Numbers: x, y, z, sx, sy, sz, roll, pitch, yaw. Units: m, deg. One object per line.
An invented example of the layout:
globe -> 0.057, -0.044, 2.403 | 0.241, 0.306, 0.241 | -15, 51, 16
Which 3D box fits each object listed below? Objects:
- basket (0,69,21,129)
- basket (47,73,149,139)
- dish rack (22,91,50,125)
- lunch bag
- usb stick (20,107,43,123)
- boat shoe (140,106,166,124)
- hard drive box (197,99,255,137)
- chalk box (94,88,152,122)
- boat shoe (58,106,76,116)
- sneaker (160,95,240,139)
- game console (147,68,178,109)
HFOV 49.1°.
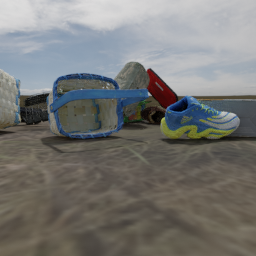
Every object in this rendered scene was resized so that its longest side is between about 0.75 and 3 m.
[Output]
basket -> -4.664, -0.932, 8.501 | 1.824, 2.312, 2.622 | -11, -17, 24
basket -> -1.003, -0.603, 7.345 | 2.213, 1.745, 2.509 | -4, -2, -38
dish rack -> -3.407, -0.822, 10.865 | 1.363, 0.485, 1.778 | -18, -28, -25
lunch bag -> -0.147, -1.490, 11.905 | 1.461, 2.039, 2.486 | 32, -14, -7
usb stick -> -4.694, -0.574, 11.812 | 0.437, 0.744, 2.682 | 38, 17, 26
boat shoe -> 1.261, -0.570, 12.753 | 0.820, 0.822, 2.279 | -2, 12, -40
hard drive box -> 2.994, -0.378, 8.885 | 2.109, 1.039, 2.706 | 2, 5, 14
chalk box -> -0.170, -1.195, 14.473 | 2.816, 1.744, 1.752 | 5, 6, 34
boat shoe -> -3.221, -0.783, 14.417 | 0.965, 0.888, 2.701 | -5, 7, -43
sneaker -> 1.852, -0.282, 7.009 | 2.062, 1.083, 0.781 | -9, 46, -3
game console -> 2.080, -1.759, 13.876 | 1.434, 2.082, 2.416 | -25, 55, -18
